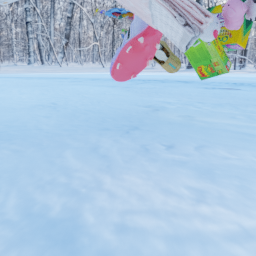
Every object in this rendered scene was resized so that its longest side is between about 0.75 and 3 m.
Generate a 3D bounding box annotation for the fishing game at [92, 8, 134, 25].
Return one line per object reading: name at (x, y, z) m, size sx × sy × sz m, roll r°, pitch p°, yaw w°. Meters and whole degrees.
fishing game at (0.010, -3.492, 8.848) m, size 2.164 × 0.336 × 1.549 m, roll -1°, pitch 14°, yaw -17°

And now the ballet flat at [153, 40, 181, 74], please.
ballet flat at (1.145, -2.759, 10.130) m, size 0.728 × 0.793 × 2.311 m, roll 22°, pitch 22°, yaw -38°

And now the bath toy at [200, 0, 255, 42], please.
bath toy at (3.037, -3.149, 7.609) m, size 2.424 × 1.054 × 0.896 m, roll -26°, pitch 29°, yaw 8°

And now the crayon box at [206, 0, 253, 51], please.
crayon box at (3.274, -3.422, 9.537) m, size 0.538 × 1.593 × 1.847 m, roll 21°, pitch -4°, yaw -32°

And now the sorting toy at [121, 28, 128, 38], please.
sorting toy at (0.029, -3.721, 11.277) m, size 0.127 × 0.527 × 0.936 m, roll -11°, pitch -2°, yaw 32°

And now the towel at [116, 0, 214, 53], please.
towel at (0.098, -1.761, 3.736) m, size 2.048 × 0.346 × 2.144 m, roll 36°, pitch 14°, yaw 0°

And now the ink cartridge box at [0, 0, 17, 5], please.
ink cartridge box at (-2.897, -4.133, 7.856) m, size 2.719 × 0.504 × 1.288 m, roll -7°, pitch 10°, yaw 17°

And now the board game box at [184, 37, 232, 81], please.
board game box at (2.433, -2.593, 9.162) m, size 1.056 × 2.079 × 0.495 m, roll -10°, pitch 40°, yaw 45°

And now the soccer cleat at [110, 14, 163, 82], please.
soccer cleat at (0.304, -2.023, 5.837) m, size 0.773 × 2.318 × 0.886 m, roll 24°, pitch 15°, yaw -40°
